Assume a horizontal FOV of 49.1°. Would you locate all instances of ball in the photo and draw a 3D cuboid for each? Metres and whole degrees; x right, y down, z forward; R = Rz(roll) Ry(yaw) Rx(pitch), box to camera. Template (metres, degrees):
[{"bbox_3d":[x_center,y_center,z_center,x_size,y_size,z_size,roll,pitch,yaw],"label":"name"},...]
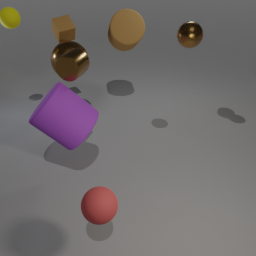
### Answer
[{"bbox_3d":[-0.538,1.461,5.298,0.700,0.700,0.700,0,32,0],"label":"ball"},{"bbox_3d":[-4.123,-3.843,9.778,0.700,0.700,0.700,0,32,0],"label":"ball"},{"bbox_3d":[-2.160,-2.523,10.441,1.400,1.400,1.400,0,32,0],"label":"ball"},{"bbox_3d":[1.688,-2.531,7.623,0.700,0.700,0.700,0,32,0],"label":"ball"}]

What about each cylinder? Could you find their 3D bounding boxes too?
[{"bbox_3d":[-1.784,-0.321,7.859,1.400,1.400,1.400,38,24,-21],"label":"cylinder"},{"bbox_3d":[-1.487,-1.702,7.525,0.700,0.700,0.700,10,35,16],"label":"cylinder"},{"bbox_3d":[-0.103,-3.997,11.569,1.400,1.400,1.400,-4,7,-7],"label":"cylinder"}]

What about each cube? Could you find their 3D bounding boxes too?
[{"bbox_3d":[-2.522,-3.870,10.982,0.700,0.700,0.700,-24,74,-21],"label":"cube"}]
